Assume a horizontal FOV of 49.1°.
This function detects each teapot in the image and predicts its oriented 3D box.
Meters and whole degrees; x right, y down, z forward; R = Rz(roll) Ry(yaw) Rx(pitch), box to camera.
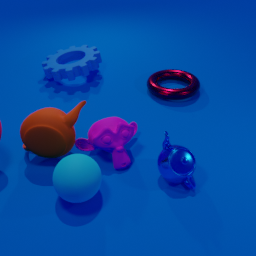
[{"bbox_3d":[-1.735,0.021,6.420,1.966,1.223,0.963,-30,30,22],"label":"teapot"},{"bbox_3d":[1.067,0.711,6.027,0.854,0.672,1.373,-27,83,-20],"label":"teapot"}]

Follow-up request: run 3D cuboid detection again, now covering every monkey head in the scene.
[{"bbox_3d":[-0.367,0.346,6.707,1.666,1.199,1.004,-17,7,-18],"label":"monkey head"}]

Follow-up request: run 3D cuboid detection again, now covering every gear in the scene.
[{"bbox_3d":[-1.920,-2.262,9.620,1.979,0.366,1.979,-7,38,6],"label":"gear"}]

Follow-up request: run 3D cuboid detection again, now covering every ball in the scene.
[{"bbox_3d":[-1.022,1.010,5.663,0.974,0.974,0.974,0,40,0],"label":"ball"}]

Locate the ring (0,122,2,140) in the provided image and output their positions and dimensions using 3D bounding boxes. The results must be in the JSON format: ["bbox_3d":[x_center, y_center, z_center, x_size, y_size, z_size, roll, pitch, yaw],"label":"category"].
[{"bbox_3d":[-3.302,0.144,6.002,1.286,0.257,1.286,-3,75,12],"label":"ring"}]

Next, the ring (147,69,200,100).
[{"bbox_3d":[1.455,-1.425,9.017,1.713,0.343,1.713,-1,37,1],"label":"ring"}]
